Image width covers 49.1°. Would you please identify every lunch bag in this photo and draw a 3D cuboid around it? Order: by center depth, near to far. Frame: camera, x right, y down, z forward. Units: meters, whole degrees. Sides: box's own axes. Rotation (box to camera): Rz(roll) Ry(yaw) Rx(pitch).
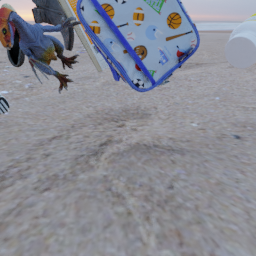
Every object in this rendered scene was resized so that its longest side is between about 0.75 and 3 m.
[{"bbox_3d":[0.175,-1.682,4.875,1.660,2.072,0.783,-39,20,1],"label":"lunch bag"}]

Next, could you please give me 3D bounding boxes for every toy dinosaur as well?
[{"bbox_3d":[-2.059,-1.676,6.041,2.517,1.322,2.284,13,-15,37],"label":"toy dinosaur"}]

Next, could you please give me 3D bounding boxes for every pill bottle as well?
[{"bbox_3d":[3.319,-2.306,7.231,1.123,1.123,2.017,20,46,38],"label":"pill bottle"}]

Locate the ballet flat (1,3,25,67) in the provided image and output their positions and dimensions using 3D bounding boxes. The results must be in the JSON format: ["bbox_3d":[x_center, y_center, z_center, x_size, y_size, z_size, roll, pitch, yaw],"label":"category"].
[{"bbox_3d":[-2.748,-2.207,6.748,0.488,1.470,0.417,-11,23,-16],"label":"ballet flat"}]

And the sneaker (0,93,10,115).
[{"bbox_3d":[-2.104,-0.572,4.146,0.315,0.839,0.485,-34,21,-23],"label":"sneaker"}]

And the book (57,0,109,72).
[{"bbox_3d":[-0.743,-3.112,8.065,1.640,2.454,0.590,-35,20,-18],"label":"book"}]

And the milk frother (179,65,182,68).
[{"bbox_3d":[0.442,-1.780,6.356,1.149,1.102,1.221,-20,38,0],"label":"milk frother"}]

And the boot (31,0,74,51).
[{"bbox_3d":[-2.480,-3.517,9.336,1.250,1.899,0.663,-4,13,-4],"label":"boot"}]
